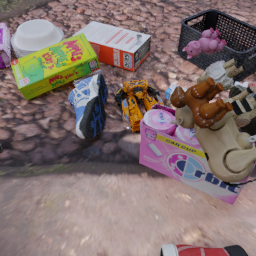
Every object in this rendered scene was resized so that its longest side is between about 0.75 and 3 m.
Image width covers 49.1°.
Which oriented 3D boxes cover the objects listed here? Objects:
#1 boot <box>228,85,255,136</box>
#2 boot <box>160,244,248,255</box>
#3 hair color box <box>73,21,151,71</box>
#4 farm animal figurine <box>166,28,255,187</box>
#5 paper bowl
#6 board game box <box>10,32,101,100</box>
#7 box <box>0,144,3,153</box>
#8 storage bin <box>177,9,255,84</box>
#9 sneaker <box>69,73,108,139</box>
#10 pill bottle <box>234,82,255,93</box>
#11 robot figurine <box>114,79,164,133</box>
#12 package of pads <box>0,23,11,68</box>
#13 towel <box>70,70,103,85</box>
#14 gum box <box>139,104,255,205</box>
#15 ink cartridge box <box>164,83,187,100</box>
[{"bbox_3d":[4.536,-0.410,7.401,2.947,1.069,2.679,-19,59,-10],"label":"boot"},{"bbox_3d":[1.517,3.047,4.313,1.821,0.914,2.525,1,44,-1],"label":"boot"},{"bbox_3d":[-0.565,-2.939,9.932,2.432,0.777,1.349,20,49,21],"label":"hair color box"},{"bbox_3d":[1.625,-0.420,5.390,2.185,1.361,2.706,43,39,-14],"label":"farm animal figurine"},{"bbox_3d":[-3.227,-3.186,10.050,1.845,0.959,1.845,0,48,-1],"label":"paper bowl"},{"bbox_3d":[-2.230,-1.930,8.629,2.443,0.582,1.241,-25,58,-6],"label":"board game box"},{"bbox_3d":[-3.714,0.444,6.718,1.106,0.872,0.275,-23,51,-19],"label":"box"},{"bbox_3d":[3.168,-2.838,9.545,1.771,1.228,2.620,-30,53,-25],"label":"storage bin"},{"bbox_3d":[-1.152,-0.572,7.769,0.929,0.913,2.412,-9,40,12],"label":"sneaker"},{"bbox_3d":[3.640,-1.013,8.257,1.073,0.602,0.602,20,50,17],"label":"pill bottle"},{"bbox_3d":[0.380,-0.737,8.027,1.399,0.562,1.930,-9,48,-10],"label":"robot figurine"},{"bbox_3d":[-4.823,-2.886,9.862,1.261,0.792,2.093,-15,48,-9],"label":"package of pads"},{"bbox_3d":[-1.804,-1.941,9.318,1.622,0.184,1.168,30,47,27],"label":"towel"},{"bbox_3d":[1.413,0.531,6.258,2.484,1.410,0.821,22,51,19],"label":"gum box"},{"bbox_3d":[1.583,-0.978,8.430,0.834,0.283,0.480,25,53,19],"label":"ink cartridge box"}]
